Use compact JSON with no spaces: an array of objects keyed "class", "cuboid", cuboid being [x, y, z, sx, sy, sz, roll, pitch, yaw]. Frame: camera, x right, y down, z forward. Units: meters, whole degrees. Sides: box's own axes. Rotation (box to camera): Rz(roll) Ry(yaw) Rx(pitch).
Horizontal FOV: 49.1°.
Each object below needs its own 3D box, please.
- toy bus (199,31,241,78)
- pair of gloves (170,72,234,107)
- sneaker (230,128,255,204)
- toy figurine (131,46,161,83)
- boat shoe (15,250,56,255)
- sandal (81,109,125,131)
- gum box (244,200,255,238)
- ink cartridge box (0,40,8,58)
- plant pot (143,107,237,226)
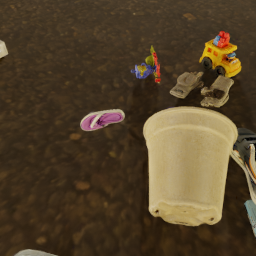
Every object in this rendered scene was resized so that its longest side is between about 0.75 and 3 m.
[{"class":"toy bus","cuboid":[3.423,-2.686,10.027,0.951,1.345,1.401,-29,54,-26]},{"class":"pair of gloves","cuboid":[2.500,-1.322,9.431,1.808,0.317,1.538,19,53,20]},{"class":"sneaker","cuboid":[3.244,0.652,6.871,1.039,1.052,2.650,-2,37,0]},{"class":"toy figurine","cuboid":[0.548,-2.221,9.980,0.946,0.833,1.579,-9,46,-1]},{"class":"boat shoe","cuboid":[-1.118,2.900,5.079,2.191,0.748,0.809,19,32,-16]},{"class":"sandal","cuboid":[-0.724,-0.188,7.521,1.289,0.524,0.317,-19,36,17]},{"class":"gum box","cuboid":[3.345,2.082,6.201,1.187,0.264,1.008,-1,46,-1]},{"class":"ink cartridge box","cuboid":[-5.529,-2.943,10.802,0.969,0.547,1.320,27,52,24]},{"class":"plant pot","cuboid":[1.307,0.980,6.211,2.186,2.186,2.001,6,58,6]}]
